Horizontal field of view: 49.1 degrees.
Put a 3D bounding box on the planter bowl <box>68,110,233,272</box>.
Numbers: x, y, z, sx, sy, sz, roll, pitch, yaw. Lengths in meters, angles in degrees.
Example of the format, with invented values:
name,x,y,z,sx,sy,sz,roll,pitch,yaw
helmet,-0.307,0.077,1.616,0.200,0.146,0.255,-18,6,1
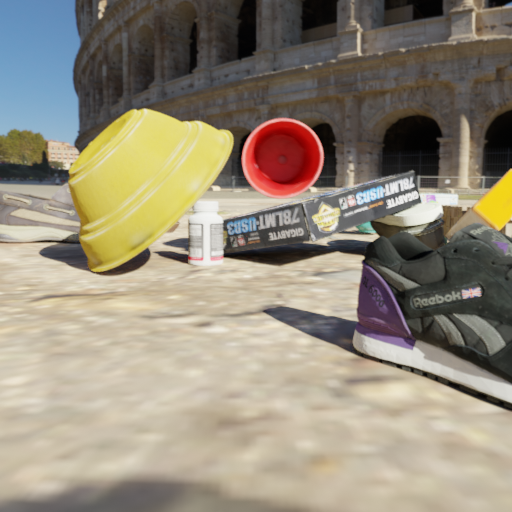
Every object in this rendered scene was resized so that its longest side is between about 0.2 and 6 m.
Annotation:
name,x,y,z,sx,sy,sz,roll,pitch,yaw
planter bowl,-1.791,-1.219,8.004,2.846,1.186,2.846,-34,28,20

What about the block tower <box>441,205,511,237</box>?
name,x,y,z,sx,sy,sz,roll,pitch,yaw
block tower,4.981,-0.720,12.439,0.774,0.829,2.866,-2,6,-14

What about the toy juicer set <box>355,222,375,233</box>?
name,x,y,z,sx,sy,sz,roll,pitch,yaw
toy juicer set,2.790,-0.918,14.106,2.325,0.633,1.479,3,5,2

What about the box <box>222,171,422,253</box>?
name,x,y,z,sx,sy,sz,roll,pitch,yaw
box,0.904,-0.691,9.524,2.678,0.670,2.698,-20,7,-38

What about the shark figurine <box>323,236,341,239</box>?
name,x,y,z,sx,sy,sz,roll,pitch,yaw
shark figurine,1.619,-0.665,13.214,0.721,0.504,1.207,1,9,0

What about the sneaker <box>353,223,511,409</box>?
name,x,y,z,sx,sy,sz,roll,pitch,yaw
sneaker,1.526,0.309,3.462,0.858,0.992,2.265,-7,10,-42

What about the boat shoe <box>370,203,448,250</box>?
name,x,y,z,sx,sy,sz,roll,pitch,yaw
boat shoe,2.697,-0.469,10.150,1.042,0.872,2.917,-16,6,3

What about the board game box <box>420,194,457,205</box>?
name,x,y,z,sx,sy,sz,roll,pitch,yaw
board game box,4.589,-1.153,14.918,1.019,1.001,1.943,1,7,4

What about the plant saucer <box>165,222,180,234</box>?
name,x,y,z,sx,sy,sz,roll,pitch,yaw
plant saucer,-2.801,-0.743,14.577,1.660,0.286,1.660,-1,7,0

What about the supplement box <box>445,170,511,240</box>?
name,x,y,z,sx,sy,sz,roll,pitch,yaw
supplement box,3.388,-0.602,8.198,0.835,0.487,1.325,-43,-12,-10

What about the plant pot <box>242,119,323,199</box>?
name,x,y,z,sx,sy,sz,roll,pitch,yaw
plant pot,0.409,-1.564,9.057,1.247,1.247,1.103,0,10,1

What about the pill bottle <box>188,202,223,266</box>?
name,x,y,z,sx,sy,sz,roll,pitch,yaw
pill bottle,-0.791,-0.352,8.721,0.543,0.980,0.543,0,6,0

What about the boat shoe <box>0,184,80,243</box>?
name,x,y,z,sx,sy,sz,roll,pitch,yaw
boat shoe,-4.020,-0.955,12.198,3.510,1.287,1.307,-1,7,-9
